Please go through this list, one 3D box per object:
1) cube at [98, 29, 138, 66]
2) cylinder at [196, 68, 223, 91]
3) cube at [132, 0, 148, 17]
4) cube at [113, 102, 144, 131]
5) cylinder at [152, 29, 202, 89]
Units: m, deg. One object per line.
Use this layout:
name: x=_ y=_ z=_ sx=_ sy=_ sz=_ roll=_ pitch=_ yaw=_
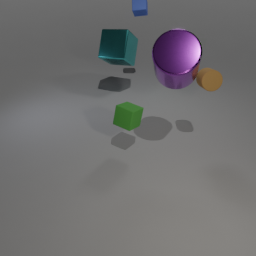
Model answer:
cube: x=-0.459 y=-3.928 z=13.760 sx=1.400 sy=1.400 sz=1.400 roll=9 pitch=1 yaw=22
cylinder: x=2.728 y=-1.639 z=9.430 sx=0.700 sy=0.700 sz=0.700 roll=-1 pitch=19 yaw=-2
cube: x=0.602 y=-6.109 z=14.072 sx=0.700 sy=0.700 sz=0.700 roll=-2 pitch=-3 yaw=11
cube: x=0.008 y=-0.409 z=9.477 sx=0.700 sy=0.700 sz=0.700 roll=23 pitch=27 yaw=26
cylinder: x=1.476 y=-2.039 z=8.521 sx=1.400 sy=1.400 sz=1.400 roll=6 pitch=-8 yaw=10
